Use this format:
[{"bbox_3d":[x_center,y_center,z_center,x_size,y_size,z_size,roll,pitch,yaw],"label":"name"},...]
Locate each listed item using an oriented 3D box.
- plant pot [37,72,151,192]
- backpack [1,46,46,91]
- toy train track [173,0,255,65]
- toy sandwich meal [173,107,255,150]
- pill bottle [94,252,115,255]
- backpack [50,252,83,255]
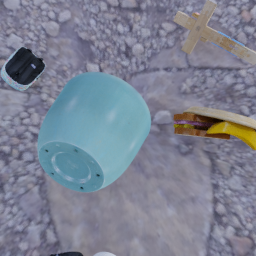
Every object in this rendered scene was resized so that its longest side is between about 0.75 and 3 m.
[{"bbox_3d":[-0.828,0.235,5.952,2.249,2.249,1.805,21,44,6],"label":"plant pot"},{"bbox_3d":[-2.851,-1.532,7.502,0.904,0.767,1.018,41,53,-23],"label":"backpack"},{"bbox_3d":[2.504,-2.575,7.923,2.588,1.484,0.421,33,33,9],"label":"toy train track"},{"bbox_3d":[2.125,0.036,6.657,2.123,2.123,0.727,15,90,4],"label":"toy sandwich meal"},{"bbox_3d":[-0.647,3.392,5.506,0.988,1.781,0.988,4,113,10],"label":"pill bottle"},{"bbox_3d":[-1.363,3.194,6.218,0.961,0.608,0.802,-10,33,-22],"label":"backpack"}]
